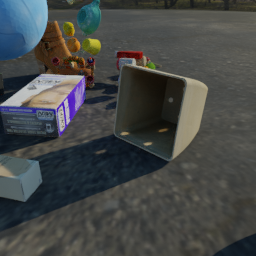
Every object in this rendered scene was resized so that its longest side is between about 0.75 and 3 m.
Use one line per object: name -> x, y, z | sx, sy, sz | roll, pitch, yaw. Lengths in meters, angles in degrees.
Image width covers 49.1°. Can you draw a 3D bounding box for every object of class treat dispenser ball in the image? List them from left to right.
treat dispenser ball -> -2.836, -2.548, 5.897 | 2.212, 2.212, 2.212 | 0, 27, 0

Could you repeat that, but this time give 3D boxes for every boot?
boot -> -2.716, -3.118, 11.309 | 2.948, 2.281, 1.086 | 14, 30, 24

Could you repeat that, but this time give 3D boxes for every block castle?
block castle -> -2.056, -2.127, 10.529 | 1.657, 0.777, 1.107 | 1, 71, 1

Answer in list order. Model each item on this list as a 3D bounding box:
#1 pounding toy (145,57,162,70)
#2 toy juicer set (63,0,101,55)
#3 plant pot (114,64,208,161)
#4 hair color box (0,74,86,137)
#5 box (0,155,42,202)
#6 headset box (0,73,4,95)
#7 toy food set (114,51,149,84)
pounding toy -> 0.892, -3.089, 13.117 | 0.963, 0.579, 1.248 | 21, 34, 34
toy juicer set -> -0.864, -2.085, 5.400 | 0.871, 1.368, 0.372 | 5, 4, 38
plant pot -> 0.948, -0.540, 7.021 | 1.867, 1.869, 1.655 | 23, 26, 38
hair color box -> -2.346, -0.796, 8.359 | 1.532, 0.908, 2.802 | 3, 29, 5
box -> -2.444, 0.916, 5.414 | 1.371, 0.533, 0.651 | 6, 28, 13
headset box -> -5.424, -1.548, 9.757 | 1.682, 0.780, 1.464 | 18, 26, 29
toy food set -> -0.075, -2.338, 10.961 | 1.166, 1.237, 2.592 | 7, 26, 18
